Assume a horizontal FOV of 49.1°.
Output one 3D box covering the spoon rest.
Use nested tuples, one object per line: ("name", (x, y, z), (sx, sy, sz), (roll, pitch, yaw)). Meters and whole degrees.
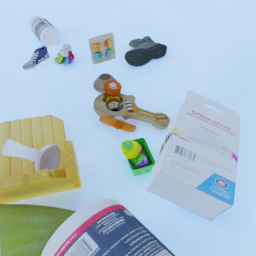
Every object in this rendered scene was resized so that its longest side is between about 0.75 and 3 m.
("spoon rest", (-1.871, 0.636, 5.893), (0.494, 1.629, 0.809), (11, 77, 23))

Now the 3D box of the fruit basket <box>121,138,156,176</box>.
("fruit basket", (0.212, 0.623, 7.241), (0.767, 1.063, 1.063), (-13, 47, -10))

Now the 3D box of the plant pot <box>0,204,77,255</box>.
("plant pot", (-1.739, 2.152, 5.628), (1.512, 1.415, 1.415), (-2, 43, -23))

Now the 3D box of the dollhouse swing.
("dollhouse swing", (-2.626, 0.459, 6.589), (2.664, 2.421, 2.342), (-10, 71, -9))

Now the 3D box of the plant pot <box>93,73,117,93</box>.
("plant pot", (-0.798, -1.641, 9.884), (0.884, 0.408, 0.884), (-1, 46, 1))

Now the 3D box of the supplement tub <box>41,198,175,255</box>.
("supplement tub", (-0.003, 2.662, 4.608), (1.882, 1.882, 2.681), (-34, 55, -29))

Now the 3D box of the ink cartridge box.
("ink cartridge box", (1.771, 0.534, 7.062), (1.695, 0.999, 2.944), (26, 49, 1))

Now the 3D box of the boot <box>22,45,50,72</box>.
("boot", (-3.597, -2.687, 10.786), (0.465, 0.578, 1.279), (26, 51, 23))

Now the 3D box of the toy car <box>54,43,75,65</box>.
("toy car", (-2.415, -2.778, 10.903), (0.645, 0.752, 0.860), (33, 43, -19))

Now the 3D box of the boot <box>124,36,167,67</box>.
("boot", (0.438, -3.132, 11.264), (2.058, 0.697, 1.344), (-22, 44, -30))

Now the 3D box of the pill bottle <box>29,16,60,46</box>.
("pill bottle", (-3.640, -4.223, 12.104), (0.857, 0.857, 1.506), (-26, 51, -23))

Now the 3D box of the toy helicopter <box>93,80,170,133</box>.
("toy helicopter", (0.091, -0.424, 8.394), (2.368, 0.934, 1.566), (17, 43, 4))

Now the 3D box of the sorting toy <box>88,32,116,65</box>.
("sorting toy", (-0.855, -2.699, 9.605), (0.897, 0.969, 0.177), (-20, 47, -13))
